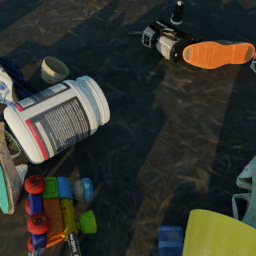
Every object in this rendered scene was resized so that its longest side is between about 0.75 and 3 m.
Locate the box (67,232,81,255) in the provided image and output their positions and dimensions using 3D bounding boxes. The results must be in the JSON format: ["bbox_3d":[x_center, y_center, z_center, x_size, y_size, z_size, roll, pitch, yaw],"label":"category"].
[{"bbox_3d":[-1.114,2.701,6.003,0.197,0.803,0.647,-11,47,-12],"label":"box"}]

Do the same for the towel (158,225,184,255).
[{"bbox_3d":[0.978,2.738,6.345,0.586,0.255,1.050,1,47,2],"label":"towel"}]

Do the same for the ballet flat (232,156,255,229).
[{"bbox_3d":[3.096,1.582,7.032,0.844,0.913,2.706,7,46,20],"label":"ballet flat"}]

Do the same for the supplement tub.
[{"bbox_3d":[-1.998,-0.295,8.093,2.546,1.787,1.787,-30,54,-24],"label":"supplement tub"}]

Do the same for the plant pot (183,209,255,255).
[{"bbox_3d":[1.723,2.814,5.513,1.669,1.669,1.783,20,65,18],"label":"plant pot"}]

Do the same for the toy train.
[{"bbox_3d":[-1.418,2.298,6.285,1.595,1.167,2.756,-3,45,-21],"label":"toy train"}]

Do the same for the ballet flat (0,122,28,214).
[{"bbox_3d":[-3.178,0.912,7.377,0.877,0.888,2.608,-12,72,-44],"label":"ballet flat"}]

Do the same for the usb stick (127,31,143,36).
[{"bbox_3d":[0.444,-4.440,13.149,0.960,0.156,0.266,0,46,0],"label":"usb stick"}]

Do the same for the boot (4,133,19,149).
[{"bbox_3d":[-3.842,0.491,8.438,1.064,0.349,0.877,15,55,3],"label":"boot"}]

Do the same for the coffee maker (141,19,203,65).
[{"bbox_3d":[1.787,-3.675,11.874,1.807,1.267,1.881,-11,45,-41],"label":"coffee maker"}]

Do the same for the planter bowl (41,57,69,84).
[{"bbox_3d":[-2.806,-2.066,10.433,0.995,0.670,0.995,31,30,-21],"label":"planter bowl"}]

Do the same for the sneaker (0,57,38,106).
[{"bbox_3d":[-3.883,-1.119,9.582,2.853,1.099,1.080,54,23,23],"label":"sneaker"}]

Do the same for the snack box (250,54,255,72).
[{"bbox_3d":[5.256,-2.312,10.760,0.232,0.727,1.251,-11,48,-12],"label":"snack box"}]

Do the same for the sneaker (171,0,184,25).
[{"bbox_3d":[2.492,-5.895,14.029,0.562,0.861,1.538,8,47,7],"label":"sneaker"}]

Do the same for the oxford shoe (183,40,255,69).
[{"bbox_3d":[3.560,-3.084,11.466,2.928,1.044,1.067,-2,29,-11],"label":"oxford shoe"}]
